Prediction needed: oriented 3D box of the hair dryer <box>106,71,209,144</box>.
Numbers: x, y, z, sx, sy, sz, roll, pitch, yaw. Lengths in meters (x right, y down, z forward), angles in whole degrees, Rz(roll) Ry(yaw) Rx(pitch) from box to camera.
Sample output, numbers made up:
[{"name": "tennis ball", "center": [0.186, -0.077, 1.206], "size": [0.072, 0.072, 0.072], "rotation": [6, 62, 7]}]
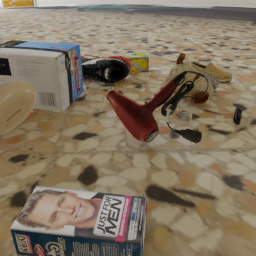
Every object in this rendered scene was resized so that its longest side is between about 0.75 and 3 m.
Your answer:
[{"name": "hair dryer", "center": [0.738, -0.593, 7.788], "size": [2.804, 0.762, 2.135], "rotation": [6, 65, 9]}]

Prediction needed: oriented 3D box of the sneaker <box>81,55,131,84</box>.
[{"name": "sneaker", "center": [-1.254, -2.469, 11.866], "size": [2.939, 1.039, 1.436], "rotation": [-3, 27, -8]}]

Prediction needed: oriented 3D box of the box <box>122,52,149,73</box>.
[{"name": "box", "center": [0.337, -3.182, 13.528], "size": [1.141, 0.696, 1.099], "rotation": [-5, 29, -7]}]

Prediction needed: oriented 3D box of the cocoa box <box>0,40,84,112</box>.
[{"name": "cocoa box", "center": [-3.291, -1.942, 9.977], "size": [2.892, 1.928, 1.898], "rotation": [7, 30, 13]}]

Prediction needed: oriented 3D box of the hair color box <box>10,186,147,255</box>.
[{"name": "hair color box", "center": [-0.760, 1.659, 4.827], "size": [2.099, 0.635, 1.050], "rotation": [3, 29, 6]}]

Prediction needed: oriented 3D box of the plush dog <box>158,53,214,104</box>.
[{"name": "plush dog", "center": [2.308, -1.632, 10.176], "size": [1.755, 1.639, 2.043], "rotation": [32, 36, 8]}]

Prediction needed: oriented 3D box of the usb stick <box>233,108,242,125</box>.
[{"name": "usb stick", "center": [3.513, -0.387, 8.974], "size": [0.257, 0.151, 0.925], "rotation": [43, 37, -1]}]

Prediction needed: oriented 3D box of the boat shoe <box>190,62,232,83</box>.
[{"name": "boat shoe", "center": [3.580, -2.511, 12.254], "size": [1.975, 0.752, 0.708], "rotation": [16, 33, 27]}]

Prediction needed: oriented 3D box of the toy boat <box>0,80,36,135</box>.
[{"name": "toy boat", "center": [-3.556, -0.957, 7.686], "size": [1.047, 2.253, 1.894], "rotation": [33, 62, 27]}]

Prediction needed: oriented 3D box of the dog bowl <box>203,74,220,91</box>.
[{"name": "dog bowl", "center": [3.044, -1.727, 10.809], "size": [0.929, 0.929, 0.272], "rotation": [15, 73, 25]}]
